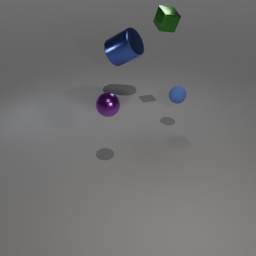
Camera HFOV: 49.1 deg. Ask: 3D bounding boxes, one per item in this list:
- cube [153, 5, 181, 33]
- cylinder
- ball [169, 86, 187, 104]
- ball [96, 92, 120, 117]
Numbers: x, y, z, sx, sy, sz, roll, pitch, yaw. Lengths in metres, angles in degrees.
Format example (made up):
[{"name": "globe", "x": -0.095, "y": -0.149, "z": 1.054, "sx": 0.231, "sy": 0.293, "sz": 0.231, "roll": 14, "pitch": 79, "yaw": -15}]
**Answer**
[{"name": "cube", "x": 1.496, "y": -4.196, "z": 10.803, "sx": 0.700, "sy": 0.700, "sz": 0.700, "roll": -4, "pitch": 51, "yaw": -23}, {"name": "cylinder", "x": -0.178, "y": -3.848, "z": 13.380, "sx": 1.400, "sy": 1.400, "sz": 1.400, "roll": -17, "pitch": 18, "yaw": 35}, {"name": "ball", "x": 1.978, "y": -1.322, "z": 11.177, "sx": 0.700, "sy": 0.700, "sz": 0.700, "roll": 0, "pitch": 30, "yaw": 0}, {"name": "ball", "x": -0.572, "y": -0.663, "z": 7.982, "sx": 0.700, "sy": 0.700, "sz": 0.700, "roll": 0, "pitch": 30, "yaw": 0}]
